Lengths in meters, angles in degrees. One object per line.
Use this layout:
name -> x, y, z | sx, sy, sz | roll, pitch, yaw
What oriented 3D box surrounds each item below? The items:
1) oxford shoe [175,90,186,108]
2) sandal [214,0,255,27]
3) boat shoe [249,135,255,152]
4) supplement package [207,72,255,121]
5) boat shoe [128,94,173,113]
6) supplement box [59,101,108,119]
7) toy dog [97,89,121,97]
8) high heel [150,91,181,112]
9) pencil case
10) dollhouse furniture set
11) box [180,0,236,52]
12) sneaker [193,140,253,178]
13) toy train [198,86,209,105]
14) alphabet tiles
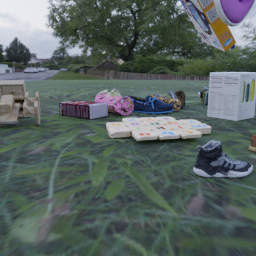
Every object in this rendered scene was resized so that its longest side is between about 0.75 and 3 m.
oxford shoe -> 2.358, -1.384, 13.365 | 0.708, 0.822, 1.948 | 5, 14, 15
sandal -> 2.082, -2.832, 4.552 | 0.986, 2.422, 0.595 | 28, -9, -26
boat shoe -> 3.237, 0.368, 6.081 | 1.112, 0.376, 0.400 | 6, 13, 25
supplement package -> 3.905, -1.231, 10.486 | 1.272, 1.676, 1.263 | -10, 15, -39
boat shoe -> 0.833, -1.031, 11.818 | 2.160, 0.742, 0.909 | 5, 13, 21
supplement box -> -1.749, -0.734, 10.934 | 1.744, 0.531, 0.949 | 7, 14, 34
toy dog -> -1.016, -1.528, 13.976 | 1.246, 0.869, 1.208 | 4, 11, 27
high heel -> 1.413, -0.956, 12.350 | 1.774, 0.634, 1.265 | -21, 44, 4
pencil case -> -0.623, -0.995, 11.580 | 0.805, 0.841, 1.944 | -41, 30, -22
dollhouse furniture set -> -4.006, -0.581, 9.593 | 1.954, 1.385, 2.128 | -3, 34, -13
box -> 2.126, -2.954, 7.602 | 0.446, 2.151, 1.280 | -37, 30, 7
sneaker -> 1.662, 0.521, 4.832 | 1.041, 0.592, 0.393 | -1, 12, -4
toy train -> 4.784, -1.607, 14.458 | 2.177, 0.928, 1.241 | 2, 24, 1
alphabet tiles -> 0.839, -0.002, 8.242 | 2.893, 0.211, 2.830 | -2, 11, -9
